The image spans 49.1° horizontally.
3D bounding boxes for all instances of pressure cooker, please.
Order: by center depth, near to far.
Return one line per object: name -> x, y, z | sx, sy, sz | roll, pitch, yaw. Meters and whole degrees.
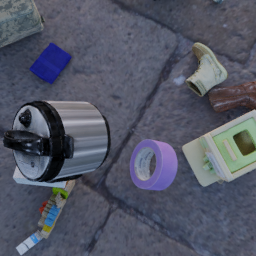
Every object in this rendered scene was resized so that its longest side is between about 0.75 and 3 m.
pressure cooker -> -2.265, 0.354, 8.589 | 2.468, 2.806, 2.506 | -46, 64, 32

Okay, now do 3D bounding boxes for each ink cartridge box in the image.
ink cartridge box -> -3.609, 4.217, 10.317 | 0.813, 0.588, 0.342 | -38, 83, -6

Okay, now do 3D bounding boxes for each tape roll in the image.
tape roll -> 0.875, 1.318, 9.994 | 0.742, 1.745, 1.745 | 15, 79, -36

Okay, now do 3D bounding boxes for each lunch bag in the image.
lunch bag -> -4.716, -4.224, 10.854 | 2.628, 2.204, 1.831 | -23, 81, -5

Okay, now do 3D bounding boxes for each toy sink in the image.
toy sink -> 3.611, 0.829, 10.173 | 2.773, 1.553, 1.807 | -27, 82, 4

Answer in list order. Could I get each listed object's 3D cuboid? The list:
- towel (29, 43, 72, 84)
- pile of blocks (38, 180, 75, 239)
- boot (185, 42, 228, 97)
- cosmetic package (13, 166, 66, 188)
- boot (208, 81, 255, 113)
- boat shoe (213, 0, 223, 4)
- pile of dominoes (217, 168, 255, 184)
towel -> -3.173, -2.648, 11.552 | 1.109, 0.372, 1.501 | 35, 82, -2
pile of blocks -> -2.805, 2.805, 10.334 | 0.760, 1.004, 2.446 | 24, 82, 4
boot -> 2.866, -2.361, 11.273 | 1.500, 0.699, 1.940 | -37, 83, -8
cosmetic package -> -3.007, 0.968, 10.434 | 1.750, 0.600, 2.321 | 5, 58, 2
boot -> 4.347, -0.802, 11.044 | 2.206, 0.709, 2.056 | -11, 68, -5
boat shoe -> 3.963, -6.025, 12.095 | 0.453, 0.534, 1.465 | 26, 70, -40
pile of dominoes -> 3.964, 1.245, 11.038 | 1.911, 0.304, 1.489 | -25, 82, 4
